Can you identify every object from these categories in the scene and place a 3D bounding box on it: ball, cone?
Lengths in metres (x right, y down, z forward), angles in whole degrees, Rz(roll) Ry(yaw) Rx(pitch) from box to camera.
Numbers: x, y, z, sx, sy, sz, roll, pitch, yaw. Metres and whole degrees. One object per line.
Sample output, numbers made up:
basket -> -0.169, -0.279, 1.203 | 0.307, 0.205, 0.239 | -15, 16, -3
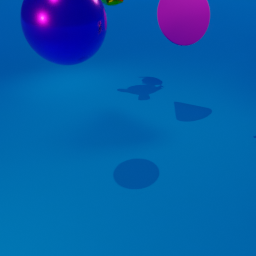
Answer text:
ball -> -0.783, -1.314, 3.489 | 1.046, 1.046, 1.046 | 0, 30, 0
cone -> 1.088, -2.704, 7.041 | 1.354, 1.354, 1.359 | -10, 13, -17

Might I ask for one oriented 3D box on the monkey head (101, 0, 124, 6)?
monkey head -> -0.434, -3.778, 7.799 | 1.851, 1.332, 1.116 | -12, -14, 0
